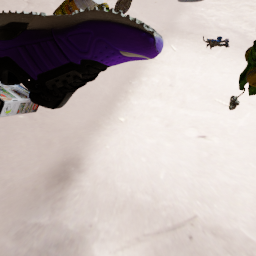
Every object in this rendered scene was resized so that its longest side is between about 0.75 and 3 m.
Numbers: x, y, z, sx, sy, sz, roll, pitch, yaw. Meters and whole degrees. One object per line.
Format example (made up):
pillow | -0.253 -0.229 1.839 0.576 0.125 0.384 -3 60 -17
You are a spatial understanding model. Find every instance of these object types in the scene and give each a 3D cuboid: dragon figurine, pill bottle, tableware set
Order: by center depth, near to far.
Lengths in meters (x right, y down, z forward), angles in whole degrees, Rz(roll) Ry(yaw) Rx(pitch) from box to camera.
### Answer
tableware set | -0.059 -2.986 5.878 0.138 1.189 0.993 16 33 -51
pill bottle | -1.421 -3.382 8.007 1.580 0.863 0.863 -22 30 41
dragon figurine | 2.531 -2.462 8.044 0.505 0.299 1.015 -10 26 -6

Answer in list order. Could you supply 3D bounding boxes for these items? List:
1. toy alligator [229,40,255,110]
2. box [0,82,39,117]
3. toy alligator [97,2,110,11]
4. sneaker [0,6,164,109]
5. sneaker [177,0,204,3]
toy alligator | 2.693 -1.216 5.703 0.614 2.554 0.846 8 57 7
box | -2.825 -0.905 5.562 1.969 0.342 1.083 33 17 12
toy alligator | -0.528 -2.833 7.786 0.508 2.116 0.701 -24 91 -5
sneaker | -0.847 -0.935 4.180 2.776 1.380 0.965 9 4 22
sneaker | 1.864 -3.812 6.916 1.001 0.970 2.741 9 34 18
